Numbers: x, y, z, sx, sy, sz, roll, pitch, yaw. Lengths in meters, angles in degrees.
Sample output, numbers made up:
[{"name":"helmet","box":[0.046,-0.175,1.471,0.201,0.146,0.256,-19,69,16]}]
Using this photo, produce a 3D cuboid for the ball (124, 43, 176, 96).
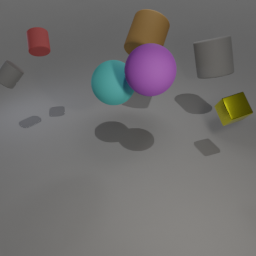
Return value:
[{"name":"ball","box":[0.603,-1.561,7.580,1.400,1.400,1.400,0,33,0]}]

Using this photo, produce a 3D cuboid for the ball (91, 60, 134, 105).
[{"name":"ball","box":[-0.454,-1.413,8.782,1.400,1.400,1.400,0,33,0]}]

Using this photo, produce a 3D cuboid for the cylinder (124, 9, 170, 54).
[{"name":"cylinder","box":[0.711,-3.436,10.539,1.400,1.400,1.400,15,79,21]}]

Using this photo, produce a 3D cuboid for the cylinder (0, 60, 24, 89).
[{"name":"cylinder","box":[-3.999,-1.802,9.446,0.700,0.700,0.700,39,8,-6]}]

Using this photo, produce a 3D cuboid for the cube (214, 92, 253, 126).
[{"name":"cube","box":[3.126,-0.557,8.343,0.700,0.700,0.700,-18,77,-6]}]

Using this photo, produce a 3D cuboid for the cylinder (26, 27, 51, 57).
[{"name":"cylinder","box":[-2.963,-2.839,9.265,0.700,0.700,0.700,-10,-11,-2]}]

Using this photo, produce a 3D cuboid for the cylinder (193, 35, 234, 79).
[{"name":"cylinder","box":[3.324,-2.740,10.868,1.400,1.400,1.400,-10,15,3]}]
